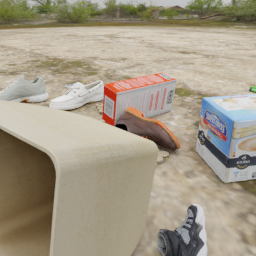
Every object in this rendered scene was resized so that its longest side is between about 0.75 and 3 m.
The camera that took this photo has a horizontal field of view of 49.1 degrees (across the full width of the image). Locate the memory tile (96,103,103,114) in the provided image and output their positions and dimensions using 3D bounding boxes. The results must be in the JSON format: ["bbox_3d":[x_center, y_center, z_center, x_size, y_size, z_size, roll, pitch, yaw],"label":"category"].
[{"bbox_3d":[-0.587,-0.852,11.616,1.395,0.117,1.069,-4,25,-14],"label":"memory tile"}]

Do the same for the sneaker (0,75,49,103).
[{"bbox_3d":[-4.867,-1.671,12.127,2.643,1.216,1.001,-13,27,-25],"label":"sneaker"}]

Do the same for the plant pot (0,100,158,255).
[{"bbox_3d":[-1.091,1.066,4.729,2.844,2.841,2.518,20,20,36],"label":"plant pot"}]

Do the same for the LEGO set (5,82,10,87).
[{"bbox_3d":[-5.320,-2.209,14.292,1.267,0.416,1.696,11,27,31],"label":"LEGO set"}]

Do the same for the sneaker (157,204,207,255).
[{"bbox_3d":[0.977,1.909,5.164,0.837,0.555,1.471,6,28,8],"label":"sneaker"}]

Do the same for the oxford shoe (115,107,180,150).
[{"bbox_3d":[0.578,0.192,8.870,0.900,0.883,2.480,-43,44,-16],"label":"oxford shoe"}]

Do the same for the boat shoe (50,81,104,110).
[{"bbox_3d":[-2.158,-1.488,12.013,0.986,0.966,2.786,20,31,37],"label":"boat shoe"}]

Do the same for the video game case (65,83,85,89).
[{"bbox_3d":[-2.661,-2.127,14.431,0.837,0.109,0.919,-20,32,-36],"label":"video game case"}]

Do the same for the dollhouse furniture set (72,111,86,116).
[{"bbox_3d":[-1.572,0.669,7.770,2.229,1.455,2.105,-6,-26,44],"label":"dollhouse furniture set"}]

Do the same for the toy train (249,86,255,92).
[{"bbox_3d":[6.445,-1.780,13.536,0.350,0.259,1.242,-33,39,-33],"label":"toy train"}]

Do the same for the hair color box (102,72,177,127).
[{"bbox_3d":[0.450,-1.090,10.509,2.833,1.438,0.867,-17,38,-33],"label":"hair color box"}]

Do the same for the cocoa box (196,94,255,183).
[{"bbox_3d":[3.472,0.144,7.559,2.652,1.740,1.769,-5,25,-10],"label":"cocoa box"}]

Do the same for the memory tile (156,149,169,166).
[{"bbox_3d":[0.430,0.770,8.173,1.336,0.112,1.024,16,29,33],"label":"memory tile"}]
